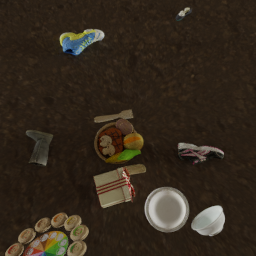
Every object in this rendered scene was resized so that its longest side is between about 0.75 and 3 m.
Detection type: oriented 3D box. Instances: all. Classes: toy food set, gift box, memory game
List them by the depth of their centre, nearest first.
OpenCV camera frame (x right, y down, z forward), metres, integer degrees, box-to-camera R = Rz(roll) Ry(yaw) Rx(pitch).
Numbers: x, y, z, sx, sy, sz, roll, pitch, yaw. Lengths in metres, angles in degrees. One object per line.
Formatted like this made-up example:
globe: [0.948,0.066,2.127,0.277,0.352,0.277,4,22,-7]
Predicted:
memory game: [-2.493,3.618,8.341,2.816,0.179,2.816,-16,27,9]
gift box: [-0.426,2.049,9.441,1.188,1.272,1.174,-16,76,-7]
toy food set: [-0.368,0.481,10.603,1.840,0.535,2.666,-11,65,-5]

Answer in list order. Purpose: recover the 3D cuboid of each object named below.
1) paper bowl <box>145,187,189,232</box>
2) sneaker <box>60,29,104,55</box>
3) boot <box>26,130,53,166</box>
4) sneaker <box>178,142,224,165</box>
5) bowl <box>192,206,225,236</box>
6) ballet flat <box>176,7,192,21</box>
paper bowl: [1.002,2.083,7.182,1.119,0.582,1.119,0,76,-1]
sneaker: [-2.044,-3.782,12.637,2.006,0.760,1.054,-7,76,5]
boot: [-3.478,0.755,10.581,1.144,0.457,1.258,10,71,7]
sneaker: [2.641,1.032,10.383,1.677,0.674,0.724,8,80,9]
bowl: [1.775,2.041,5.985,0.771,0.771,0.346,-36,89,-16]
ballet flat: [2.722,-5.620,13.660,0.991,0.362,0.362,-36,69,-16]
